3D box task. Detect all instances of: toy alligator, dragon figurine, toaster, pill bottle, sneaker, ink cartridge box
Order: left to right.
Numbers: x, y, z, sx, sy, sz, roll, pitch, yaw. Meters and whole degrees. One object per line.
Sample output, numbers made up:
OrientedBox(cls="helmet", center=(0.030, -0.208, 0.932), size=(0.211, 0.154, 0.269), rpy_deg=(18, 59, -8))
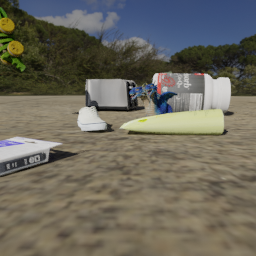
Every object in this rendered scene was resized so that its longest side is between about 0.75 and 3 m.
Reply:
OrientedBox(cls="toy alligator", center=(-4.146, -3.169, 9.000), size=(0.704, 2.932, 0.972), rpy_deg=(-24, 4, -41))
OrientedBox(cls="ink cartridge box", center=(-1.772, 0.379, 4.145), size=(1.149, 0.252, 1.160), rpy_deg=(5, 12, 33))
OrientedBox(cls="sneaker", center=(-1.029, -0.269, 7.525), size=(0.630, 0.611, 1.725), rpy_deg=(-4, 9, -26))
OrientedBox(cls="toaster", center=(-0.878, -1.693, 14.381), size=(2.616, 1.553, 2.366), rpy_deg=(2, 7, 15))
OrientedBox(cls="dragon figurine", center=(1.005, -0.749, 8.450), size=(0.775, 1.309, 2.633), rpy_deg=(6, 10, 36))
OrientedBox(cls="pill bottle", center=(2.503, -1.361, 11.425), size=(2.952, 1.710, 1.710), rpy_deg=(2, 8, 8))

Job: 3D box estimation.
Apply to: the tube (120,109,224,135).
OrientedBox(cls="tube", center=(1.023, -0.110, 6.682), size=(2.375, 0.616, 0.689), rpy_deg=(-3, -34, 8))
